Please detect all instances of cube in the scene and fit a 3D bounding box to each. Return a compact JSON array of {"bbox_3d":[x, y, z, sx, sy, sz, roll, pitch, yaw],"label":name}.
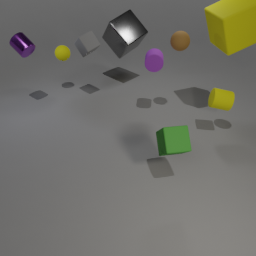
[{"bbox_3d":[-0.163,-4.526,13.581,1.400,1.400,1.400,-40,3,-23],"label":"cube"},{"bbox_3d":[3.731,-3.676,9.859,1.400,1.400,1.400,-25,40,3],"label":"cube"},{"bbox_3d":[1.226,0.355,7.623,0.700,0.700,0.700,-5,-10,-12],"label":"cube"},{"bbox_3d":[-1.719,-3.532,11.795,0.700,0.700,0.700,-39,12,-25],"label":"cube"}]

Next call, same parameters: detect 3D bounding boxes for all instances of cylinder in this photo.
[{"bbox_3d":[0.995,-2.575,10.639,0.700,0.700,0.700,3,34,5],"label":"cylinder"},{"bbox_3d":[3.309,-1.016,9.957,0.700,0.700,0.700,12,33,-2],"label":"cylinder"},{"bbox_3d":[-4.139,-3.255,10.998,0.700,0.700,0.700,45,42,0],"label":"cylinder"}]

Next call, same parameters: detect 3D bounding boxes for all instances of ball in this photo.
[{"bbox_3d":[-2.994,-3.429,12.826,0.700,0.700,0.700,0,33,0],"label":"ball"},{"bbox_3d":[1.878,-3.130,10.077,0.700,0.700,0.700,0,33,0],"label":"ball"}]
